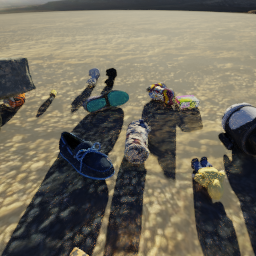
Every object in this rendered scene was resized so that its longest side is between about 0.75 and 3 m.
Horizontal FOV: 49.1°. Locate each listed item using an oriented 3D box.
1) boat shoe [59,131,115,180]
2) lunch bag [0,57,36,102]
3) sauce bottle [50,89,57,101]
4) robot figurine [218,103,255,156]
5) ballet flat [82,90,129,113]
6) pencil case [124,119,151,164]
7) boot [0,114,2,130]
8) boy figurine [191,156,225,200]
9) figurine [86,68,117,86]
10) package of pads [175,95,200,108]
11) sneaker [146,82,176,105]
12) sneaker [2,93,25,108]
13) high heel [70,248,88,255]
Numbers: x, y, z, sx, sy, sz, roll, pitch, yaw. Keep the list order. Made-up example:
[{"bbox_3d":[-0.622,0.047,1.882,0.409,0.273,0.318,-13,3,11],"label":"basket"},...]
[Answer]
[{"bbox_3d":[-1.455,0.822,8.779,2.447,0.840,1.030,20,35,32],"label":"boat shoe"},{"bbox_3d":[-5.820,-1.798,11.436,2.942,1.729,2.412,-8,12,22],"label":"lunch bag"},{"bbox_3d":[-3.681,-1.601,13.709,0.303,0.303,0.935,-4,30,-7],"label":"sauce bottle"},{"bbox_3d":[4.180,0.023,9.608,1.715,1.424,2.283,1,28,-12],"label":"robot figurine"},{"bbox_3d":[-1.050,-1.253,12.638,2.302,0.828,0.828,-18,34,-31],"label":"ballet flat"},{"bbox_3d":[0.344,0.439,9.546,0.875,0.761,1.956,-14,27,11],"label":"pencil case"},{"bbox_3d":[-5.735,-0.192,9.937,2.141,1.077,2.864,-9,7,-20],"label":"boot"},{"bbox_3d":[2.379,1.414,8.076,0.954,0.495,1.535,-9,31,-8],"label":"boy figurine"},{"bbox_3d":[-1.463,-2.747,15.470,1.605,0.691,1.566,1,33,3],"label":"figurine"},{"bbox_3d":[2.735,-1.226,12.986,0.981,0.335,0.758,-6,30,-11],"label":"package of pads"},{"bbox_3d":[1.523,-1.539,13.220,0.972,0.808,2.157,-14,25,-8],"label":"sneaker"},{"bbox_3d":[-5.389,-1.443,13.245,1.552,0.602,0.869,34,39,31],"label":"sneaker"},{"bbox_3d":[-0.060,2.693,5.386,2.281,0.814,1.626,-17,38,-11],"label":"high heel"}]
